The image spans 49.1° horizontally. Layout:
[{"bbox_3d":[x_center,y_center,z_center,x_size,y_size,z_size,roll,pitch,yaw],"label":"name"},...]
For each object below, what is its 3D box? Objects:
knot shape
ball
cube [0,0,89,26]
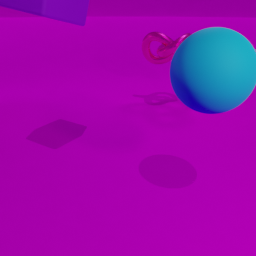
[{"bbox_3d":[1.297,-2.333,8.222,1.674,0.773,1.566,10,-1,-11],"label":"knot shape"},{"bbox_3d":[1.118,-0.744,3.712,1.118,1.118,1.118,0,24,0],"label":"ball"},{"bbox_3d":[-1.272,-2.276,4.386,1.014,1.014,1.014,22,19,23],"label":"cube"}]
